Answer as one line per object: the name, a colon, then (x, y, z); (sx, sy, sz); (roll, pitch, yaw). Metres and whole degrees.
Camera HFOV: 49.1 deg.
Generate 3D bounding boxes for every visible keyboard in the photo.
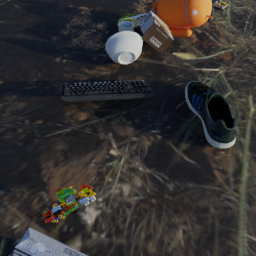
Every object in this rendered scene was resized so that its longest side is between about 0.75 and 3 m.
keyboard: (-0.730, -1.323, 9.282); (2.867, 0.368, 1.722); (-3, 24, -9)

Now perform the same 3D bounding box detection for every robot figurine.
robot figurine: (2.335, -5.084, 11.910); (2.725, 1.589, 1.960); (10, 63, 40)

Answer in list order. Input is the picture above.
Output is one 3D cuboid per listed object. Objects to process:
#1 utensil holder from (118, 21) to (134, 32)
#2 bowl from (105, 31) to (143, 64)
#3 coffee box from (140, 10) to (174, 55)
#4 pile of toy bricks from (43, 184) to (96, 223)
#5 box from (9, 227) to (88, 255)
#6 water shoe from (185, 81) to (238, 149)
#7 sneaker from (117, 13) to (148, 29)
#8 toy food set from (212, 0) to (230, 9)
utensil holder: (-0.073, -4.082, 12.010); (0.656, 0.772, 0.656); (0, 45, 0)
bowl: (-0.096, -2.860, 10.495); (1.460, 1.460, 0.656); (-8, 64, -8)
coffee box: (1.115, -3.877, 11.261); (1.080, 0.753, 1.889); (33, 29, -20)
pile of toy bricks: (-1.337, 1.532, 6.006); (1.154, 0.640, 0.570); (-31, 67, 1)
box: (-1.121, 2.869, 4.861); (2.022, 1.336, 1.160); (17, 48, 16)
water shoe: (2.585, -0.742, 8.497); (1.040, 1.148, 2.908); (-8, 46, -8)
sneaker: (0.386, -5.050, 12.995); (1.898, 0.707, 0.803); (-8, 46, -8)
toy food set: (4.918, -6.622, 14.824); (0.639, 0.269, 0.891); (32, 54, 27)
